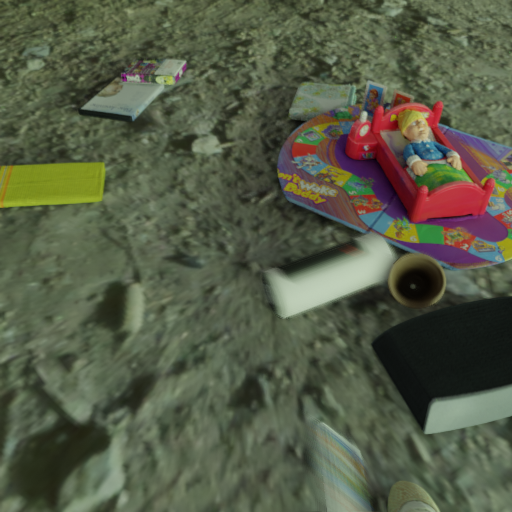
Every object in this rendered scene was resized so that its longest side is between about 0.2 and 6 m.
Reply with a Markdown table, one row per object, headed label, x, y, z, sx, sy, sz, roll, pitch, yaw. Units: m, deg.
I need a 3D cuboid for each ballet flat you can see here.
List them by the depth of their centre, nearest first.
| label | x | y | z | sx | sy | sz | roll | pitch | yaw |
| --- | --- | --- | --- | --- | --- | --- | --- | --- | --- |
| ballet flat | 1.793 | 3.121 | 5.788 | 0.624 | 0.577 | 1.850 | -1 | 41 | -1 |

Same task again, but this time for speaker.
| label | x | y | z | sx | sy | sz | roll | pitch | yaw |
| --- | --- | --- | --- | --- | --- | --- | --- | --- | --- |
| speaker | 1.130 | 0.292 | 8.743 | 1.950 | 0.792 | 0.792 | -19 | 44 | -13 |

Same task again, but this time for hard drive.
| label | x | y | z | sx | sy | sz | roll | pitch | yaw |
| --- | --- | --- | --- | --- | --- | --- | --- | --- | --- |
| hard drive | 3.130 | 1.378 | 7.815 | 2.587 | 0.548 | 1.745 | -11 | 42 | -13 |

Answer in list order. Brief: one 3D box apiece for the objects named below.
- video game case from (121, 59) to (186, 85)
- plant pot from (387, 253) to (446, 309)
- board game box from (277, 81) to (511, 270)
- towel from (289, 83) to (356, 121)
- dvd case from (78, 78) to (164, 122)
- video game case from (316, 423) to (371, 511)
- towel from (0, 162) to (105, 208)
| label | x | y | z | sx | sy | sz | roll | pitch | yaw |
| --- | --- | --- | --- | --- | --- | --- | --- | --- | --- |
| video game case | -2.752 | -5.033 | 15.260 | 1.444 | 0.285 | 1.593 | 4 | 33 | 2 |
| plant pot | 2.464 | 0.425 | 8.682 | 0.838 | 0.731 | 0.838 | -2 | 79 | 12 |
| board game box | 3.151 | -2.012 | 11.048 | 5.500 | 1.071 | 4.345 | 25 | 50 | 22 |
| towel | 1.685 | -3.782 | 13.912 | 1.482 | 0.417 | 1.731 | 6 | 41 | 12 |
| dvd case | -3.422 | -4.036 | 14.361 | 1.448 | 0.178 | 2.030 | 11 | 42 | 12 |
| video game case | 1.010 | 2.590 | 6.252 | 0.110 | 0.876 | 1.224 | -31 | 36 | 23 |
| towel | -4.571 | -1.378 | 11.279 | 2.958 | 0.267 | 1.273 | -4 | 46 | -6 |
